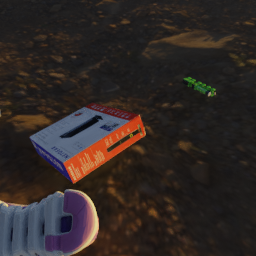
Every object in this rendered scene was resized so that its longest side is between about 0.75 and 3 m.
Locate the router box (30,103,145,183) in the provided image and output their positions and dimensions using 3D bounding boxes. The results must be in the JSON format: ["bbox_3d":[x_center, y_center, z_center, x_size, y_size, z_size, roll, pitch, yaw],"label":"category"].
[{"bbox_3d":[-1.012,0.195,6.590,1.955,0.532,2.179,-33,29,-26],"label":"router box"}]

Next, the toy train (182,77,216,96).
[{"bbox_3d":[2.144,-1.261,8.555,0.331,0.245,1.172,-19,40,-33],"label":"toy train"}]

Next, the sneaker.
[{"bbox_3d":[-1.830,1.915,5.190,2.983,1.319,1.200,-8,66,11],"label":"sneaker"}]
